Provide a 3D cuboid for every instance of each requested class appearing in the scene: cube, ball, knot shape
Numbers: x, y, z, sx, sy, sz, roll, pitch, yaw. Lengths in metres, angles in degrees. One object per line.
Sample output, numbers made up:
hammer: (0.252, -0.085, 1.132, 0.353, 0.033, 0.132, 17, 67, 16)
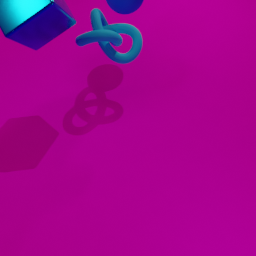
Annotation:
cube: (-1.870, -2.347, 5.392, 1.096, 1.096, 1.096, -30, 87, 11)
ball: (-0.082, -3.452, 7.137, 1.044, 1.044, 1.044, 0, 56, 0)
knot shape: (-0.541, -2.128, 6.526, 1.559, 0.720, 1.459, 44, 42, 19)
